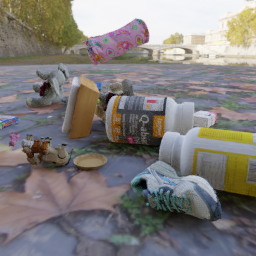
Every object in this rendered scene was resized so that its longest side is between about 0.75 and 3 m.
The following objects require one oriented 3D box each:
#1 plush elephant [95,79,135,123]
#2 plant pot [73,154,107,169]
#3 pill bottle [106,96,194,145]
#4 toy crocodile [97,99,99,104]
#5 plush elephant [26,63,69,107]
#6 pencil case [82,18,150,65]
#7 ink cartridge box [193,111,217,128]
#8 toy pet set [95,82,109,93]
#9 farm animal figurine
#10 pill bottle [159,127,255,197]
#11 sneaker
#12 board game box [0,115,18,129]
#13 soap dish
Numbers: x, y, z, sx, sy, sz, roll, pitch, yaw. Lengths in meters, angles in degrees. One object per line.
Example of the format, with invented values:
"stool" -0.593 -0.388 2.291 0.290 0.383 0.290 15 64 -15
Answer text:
"plush elephant" -0.672 -1.151 12.510 1.930 2.053 2.492 24 -3 26
"plant pot" -1.122 1.013 8.371 0.998 0.137 0.998 1 17 0
"pill bottle" 0.801 -0.260 9.872 2.915 1.696 1.696 3 17 12
"toy crocodile" -1.856 -1.618 16.725 1.438 0.444 0.486 21 26 40
"plush elephant" -4.417 -2.486 16.049 2.763 2.139 2.276 8 37 -1
"pencil case" -0.473 -3.689 11.927 2.776 1.214 1.214 -25 22 -9
"ink cartridge box" 3.354 -0.396 12.451 0.819 0.477 1.131 12 20 34
"toy pet set" -1.632 -2.751 19.557 1.574 0.895 1.686 -1 16 -4
"farm animal figurine" -2.682 0.719 8.348 1.735 0.872 1.401 11 1 42
"pill bottle" 2.167 0.758 6.896 2.609 1.461 1.461 7 18 22
"sneaker" 0.911 1.472 5.919 1.013 0.911 2.348 -20 16 -26
"board game box" -5.972 -0.311 12.479 1.705 0.294 1.154 6 18 20
"soap dish" -1.926 -0.921 11.548 1.116 2.162 2.748 12 15 -13
